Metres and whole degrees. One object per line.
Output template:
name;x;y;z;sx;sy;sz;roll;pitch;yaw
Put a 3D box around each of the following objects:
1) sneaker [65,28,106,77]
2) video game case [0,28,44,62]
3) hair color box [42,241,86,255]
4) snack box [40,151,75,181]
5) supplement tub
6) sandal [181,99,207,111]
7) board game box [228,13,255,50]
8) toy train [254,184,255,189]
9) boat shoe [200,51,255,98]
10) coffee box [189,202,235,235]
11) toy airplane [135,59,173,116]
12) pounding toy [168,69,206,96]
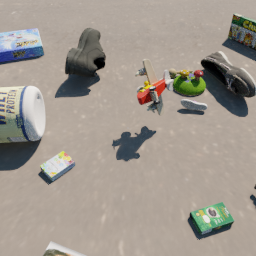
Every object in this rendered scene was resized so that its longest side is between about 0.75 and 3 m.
sneaker;-1.449;-2.884;11.030;1.348;1.128;2.970;17;48;-2
video game case;-5.028;-3.759;12.594;2.200;0.500;1.994;-14;45;-14
hair color box;-0.826;2.987;5.204;1.923;0.583;0.952;14;45;16
snack box;-1.902;1.023;7.616;0.548;0.204;0.771;34;52;31
supplement tub;-3.663;-0.368;8.084;2.217;1.608;1.608;-3;43;-4
sandal;2.225;-0.798;9.493;0.910;0.370;0.224;16;47;4
board game box;5.567;-4.247;12.628;0.264;1.178;2.249;-25;47;-26
toy train;4.185;2.072;6.289;0.634;0.472;2.769;-29;51;-32
boat shoe;3.618;-1.908;10.341;0.841;0.987;2.952;-18;39;-1
coffee box;1.937;2.083;6.476;0.874;0.192;0.537;-14;45;-14
toy airplane;0.714;-1.166;8.246;0.964;1.361;1.367;-1;76;38
pounding toy;2.252;-1.948;10.452;1.218;0.732;1.578;-11;44;-12
